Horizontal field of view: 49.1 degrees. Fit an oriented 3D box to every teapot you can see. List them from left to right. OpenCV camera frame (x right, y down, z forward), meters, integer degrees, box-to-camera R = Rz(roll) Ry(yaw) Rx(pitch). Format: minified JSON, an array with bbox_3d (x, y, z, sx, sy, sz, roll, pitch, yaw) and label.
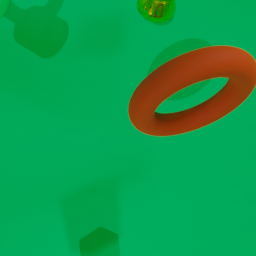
[{"bbox_3d":[0.583,-2.549,5.663,0.823,0.648,1.323,33,59,8],"label":"teapot"}]

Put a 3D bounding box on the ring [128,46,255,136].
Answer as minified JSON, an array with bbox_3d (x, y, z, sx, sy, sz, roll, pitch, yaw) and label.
[{"bbox_3d":[0.971,-0.459,4.266,2.003,2.003,0.401,-16,65,-2],"label":"ring"}]

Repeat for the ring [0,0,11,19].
[{"bbox_3d":[-3.186,-2.984,5.331,2.059,2.059,0.412,24,52,3],"label":"ring"}]
